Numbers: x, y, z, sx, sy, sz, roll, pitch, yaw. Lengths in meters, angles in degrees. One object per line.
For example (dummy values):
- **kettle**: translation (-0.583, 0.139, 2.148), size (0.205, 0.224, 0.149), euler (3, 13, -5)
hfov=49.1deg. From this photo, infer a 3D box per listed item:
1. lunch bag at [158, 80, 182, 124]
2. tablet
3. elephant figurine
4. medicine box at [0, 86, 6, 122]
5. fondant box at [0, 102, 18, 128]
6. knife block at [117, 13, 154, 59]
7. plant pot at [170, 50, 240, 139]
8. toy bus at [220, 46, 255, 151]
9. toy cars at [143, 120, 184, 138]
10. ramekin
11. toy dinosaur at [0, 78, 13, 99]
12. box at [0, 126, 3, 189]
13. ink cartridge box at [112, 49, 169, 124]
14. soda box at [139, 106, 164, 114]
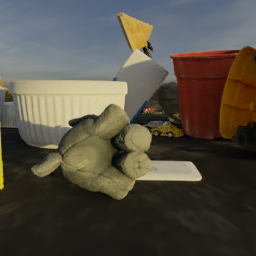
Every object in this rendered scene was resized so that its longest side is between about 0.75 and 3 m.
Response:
- **lunch bag**: translation (2.596, -0.925, 9.482), size (2.400, 1.721, 2.926), euler (4, 4, 30)
- **tablet**: translation (0.333, 0.601, 4.106), size (1.323, 0.090, 0.861), euler (0, 8, 3)
- **elephant figurine**: translation (-0.317, 0.280, 3.626), size (1.193, 1.088, 1.538), euler (34, -3, -9)
- **medicine box**: translation (-5.213, -0.901, 7.932), size (2.379, 1.225, 2.167), euler (-1, -14, 16)
- **fondant box**: translation (-3.001, -0.499, 9.613), size (2.827, 0.824, 2.040), euler (3, 8, 12)
- **knife block**: translation (0.200, -3.285, 10.625), size (1.785, 1.567, 0.571), euler (13, 23, -25)
- **plant pot**: translation (2.136, -0.882, 7.115), size (2.074, 2.017, 2.074), euler (-4, 16, 1)
- **toy bus**: translation (3.649, -0.270, 4.966), size (2.833, 2.003, 2.951), euler (14, 0, -35)
- **toy cars**: translation (0.928, -0.035, 7.783), size (0.767, 0.379, 1.712), euler (-1, 7, -13)
- **ramekin**: translation (-1.327, -0.388, 6.613), size (2.647, 1.389, 2.647), euler (0, 8, 0)
- **toy dinosaur**: translation (-4.043, -1.127, 9.311), size (0.892, 0.507, 1.680), euler (3, -19, 14)
- **box**: translation (-2.545, 0.213, 4.108), size (0.924, 0.848, 2.637), euler (-4, 8, -33)
- **ink cartridge box**: translation (0.139, -1.254, 9.337), size (1.238, 2.144, 2.937), euler (36, 8, -3)
- **soda box**: translation (1.157, -0.920, 14.350), size (1.302, 0.412, 0.461), euler (2, 8, 13)
